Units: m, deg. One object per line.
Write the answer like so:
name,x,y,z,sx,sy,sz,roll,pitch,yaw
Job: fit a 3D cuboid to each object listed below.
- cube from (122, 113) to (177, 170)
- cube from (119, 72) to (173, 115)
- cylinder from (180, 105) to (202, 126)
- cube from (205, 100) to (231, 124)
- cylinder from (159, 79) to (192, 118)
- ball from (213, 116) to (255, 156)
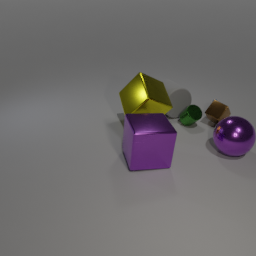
cube,0.657,0.419,9.362,1.400,1.400,1.400,-1,29,-13
cube,0.694,-1.132,11.352,1.400,1.400,1.400,15,47,-39
cylinder,2.606,-0.519,11.632,0.700,0.700,0.700,7,67,-16
cube,3.767,-0.629,11.735,0.700,0.700,0.700,36,87,36
cylinder,1.901,-1.350,12.642,1.400,1.400,1.400,-12,31,-21
ball,3.682,0.282,9.734,1.400,1.400,1.400,0,29,0
